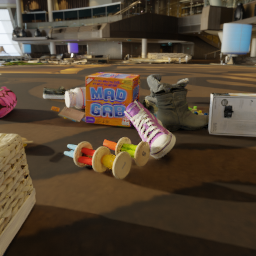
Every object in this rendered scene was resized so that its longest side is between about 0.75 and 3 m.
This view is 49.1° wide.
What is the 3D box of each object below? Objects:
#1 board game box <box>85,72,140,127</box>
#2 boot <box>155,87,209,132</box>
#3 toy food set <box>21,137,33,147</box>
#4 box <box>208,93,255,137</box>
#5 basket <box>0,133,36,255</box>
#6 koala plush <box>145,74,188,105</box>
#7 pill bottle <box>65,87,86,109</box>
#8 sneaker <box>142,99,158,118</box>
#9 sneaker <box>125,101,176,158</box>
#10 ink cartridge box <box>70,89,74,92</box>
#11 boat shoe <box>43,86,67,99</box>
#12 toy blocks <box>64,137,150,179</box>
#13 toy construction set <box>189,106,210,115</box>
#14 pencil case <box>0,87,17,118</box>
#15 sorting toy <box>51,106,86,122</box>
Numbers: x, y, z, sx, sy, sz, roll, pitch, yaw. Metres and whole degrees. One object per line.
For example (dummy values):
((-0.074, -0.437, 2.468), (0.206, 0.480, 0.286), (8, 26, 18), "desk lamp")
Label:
((-0.560, -1.193, 11.115), (1.771, 1.769, 1.769), (6, 17, 10), "board game box")
((2.058, -0.712, 10.068), (2.305, 1.506, 0.781), (-5, 18, -17), "boot")
((-3.483, 0.467, 8.391), (0.941, 0.274, 1.363), (-4, 10, -40), "toy food set")
((3.993, -0.446, 9.453), (2.374, 1.385, 0.714), (2, 14, 12), "box")
((-2.543, 1.052, 4.141), (1.582, 1.440, 2.334), (0, 17, 1), "basket")
((2.020, -1.603, 13.310), (1.876, 1.664, 1.724), (-9, 30, -28), "koala plush")
((-2.022, -1.450, 13.485), (1.850, 1.006, 1.006), (-8, 18, -26), "pill bottle")
((1.051, -0.578, 11.353), (0.899, 0.808, 2.083), (15, 14, -17), "sneaker")
((0.455, -0.050, 7.854), (0.836, 1.315, 2.307), (-44, 21, 6), "sneaker")
((-2.018, -1.672, 14.762), (1.717, 0.724, 1.254), (-8, 18, -26), "ink cartridge box")
((-3.917, -2.059, 16.138), (1.979, 0.702, 0.713), (-2, 16, -6), "boat shoe")
((-0.571, 0.605, 7.092), (1.799, 0.653, 1.500), (11, 20, 34), "toy blocks")
((2.977, -0.577, 11.360), (1.350, 0.622, 0.885), (-4, 13, 27), "toy construction set")
((-5.643, -1.167, 12.463), (1.020, 1.053, 2.248), (-3, 17, -13), "pencil case")
((-2.281, -0.516, 11.321), (1.674, 0.228, 0.943), (19, 24, 0), "sorting toy")
